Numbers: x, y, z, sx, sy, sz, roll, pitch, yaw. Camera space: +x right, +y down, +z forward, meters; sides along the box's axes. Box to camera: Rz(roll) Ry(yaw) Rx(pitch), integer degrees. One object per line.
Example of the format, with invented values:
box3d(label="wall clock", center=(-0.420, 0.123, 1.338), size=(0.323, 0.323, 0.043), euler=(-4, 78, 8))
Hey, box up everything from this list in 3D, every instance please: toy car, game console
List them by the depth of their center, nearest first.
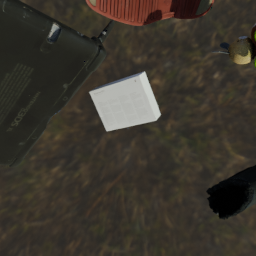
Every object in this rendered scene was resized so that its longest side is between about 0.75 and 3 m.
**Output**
box3d(label="game console", center=(-1.654, -0.780, 4.440), size=(2.733, 2.404, 1.591), euler=(-45, 50, 27))
box3d(label="toy car", center=(1.981, -1.404, 4.707), size=(1.029, 0.845, 0.812), euler=(9, 122, 37))

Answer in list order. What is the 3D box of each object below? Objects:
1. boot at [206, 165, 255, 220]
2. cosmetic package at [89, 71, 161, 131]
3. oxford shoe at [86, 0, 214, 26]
box3d(label="boot", center=(2.021, 0.683, 3.980), size=(1.410, 1.721, 0.637), euler=(-11, 64, -30))
box3d(label="cosmetic package", center=(-0.054, -0.380, 4.257), size=(0.930, 0.240, 0.701), euler=(-12, 112, 32))
box3d(label="oxford shoe", center=(0.340, -2.443, 5.197), size=(2.437, 0.859, 0.911), euler=(-4, 36, -21))
